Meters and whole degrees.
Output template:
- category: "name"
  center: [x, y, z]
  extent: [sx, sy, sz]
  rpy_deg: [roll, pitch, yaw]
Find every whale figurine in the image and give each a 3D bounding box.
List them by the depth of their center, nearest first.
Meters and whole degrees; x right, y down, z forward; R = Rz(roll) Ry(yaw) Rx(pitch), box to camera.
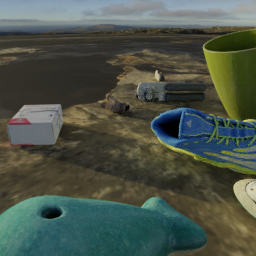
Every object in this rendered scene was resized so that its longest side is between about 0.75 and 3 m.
- category: "whale figurine"
  center: [-0.316, 1.313, 3.106]
  extent: [2.742, 1.422, 2.181]
  rpy_deg: [-14, 26, -32]

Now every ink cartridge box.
- category: "ink cartridge box"
  center: [-2.460, -0.127, 7.640]
  extent: [1.125, 0.636, 1.536]
  rpy_deg: [-2, 22, -4]

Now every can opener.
- category: "can opener"
  center: [1.628, -1.441, 10.751]
  extent: [2.673, 0.704, 0.889]
  rpy_deg: [0, 22, 0]

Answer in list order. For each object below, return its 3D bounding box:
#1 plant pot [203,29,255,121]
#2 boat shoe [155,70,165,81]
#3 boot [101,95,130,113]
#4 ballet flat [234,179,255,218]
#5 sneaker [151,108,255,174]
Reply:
- category: "plant pot"
  center: [3.530, -1.502, 8.468]
  extent: [2.204, 2.355, 2.204]
  rpy_deg: [-12, 27, 6]
- category: "boat shoe"
  center: [1.598, -2.616, 14.058]
  extent: [0.325, 0.392, 1.091]
  rpy_deg: [3, 25, -8]
- category: "boot"
  center: [-0.366, -0.807, 9.697]
  extent: [0.893, 0.429, 1.222]
  rpy_deg: [12, 25, 11]
- category: "ballet flat"
  center: [2.334, 1.228, 4.270]
  extent: [0.731, 0.675, 2.166]
  rpy_deg: [-9, 23, -6]
- category: "sneaker"
  center: [1.774, 0.260, 5.522]
  extent: [2.989, 1.132, 1.570]
  rpy_deg: [7, -3, 31]
